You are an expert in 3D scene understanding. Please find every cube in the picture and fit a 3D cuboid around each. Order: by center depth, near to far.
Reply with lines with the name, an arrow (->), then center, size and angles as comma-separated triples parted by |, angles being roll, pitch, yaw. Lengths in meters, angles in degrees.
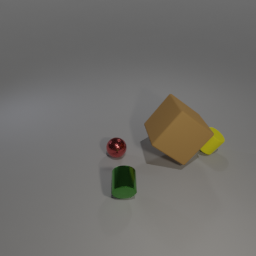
cube -> 1.571, 0.032, 8.971 | 1.400, 1.400, 1.400 | 32, 20, -23

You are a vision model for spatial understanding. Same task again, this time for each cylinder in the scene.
cylinder -> -0.112, 1.532, 7.914 | 0.700, 0.700, 0.700 | -1, 49, -1
cylinder -> 2.868, 0.449, 9.766 | 0.700, 0.700, 0.700 | 25, 34, -18

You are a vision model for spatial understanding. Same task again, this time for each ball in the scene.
ball -> -0.396, 0.669, 9.601 | 0.700, 0.700, 0.700 | 0, 32, 0
